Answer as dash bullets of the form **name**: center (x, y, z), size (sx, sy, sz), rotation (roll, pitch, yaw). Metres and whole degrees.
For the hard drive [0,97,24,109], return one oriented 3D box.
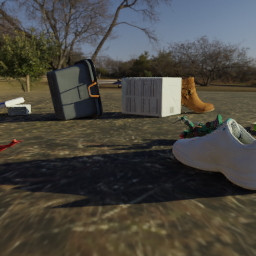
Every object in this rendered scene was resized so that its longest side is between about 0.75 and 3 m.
- **hard drive**: center (-6.522, -1.121, 14.275), size (1.997, 0.253, 1.318), rotation (-12, 12, 21)

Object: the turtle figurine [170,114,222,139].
- **turtle figurine**: center (1.986, 0.013, 7.924), size (1.423, 0.716, 1.065), rotation (-11, -12, 32)

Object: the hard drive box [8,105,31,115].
- **hard drive box**: center (-5.613, -0.947, 14.521), size (0.905, 0.446, 1.162), rotation (-1, 10, -8)

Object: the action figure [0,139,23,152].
- **action figure**: center (-3.085, 0.299, 5.567), size (1.160, 0.765, 2.344), rotation (-24, 6, 9)

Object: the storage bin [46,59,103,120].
- **storage bin**: center (-2.399, -1.581, 12.552), size (1.811, 2.696, 1.962), rotation (-20, 19, -31)

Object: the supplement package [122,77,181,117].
- **supplement package**: center (1.186, -1.640, 14.345), size (2.467, 1.858, 1.872), rotation (7, 12, 38)

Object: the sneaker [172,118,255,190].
- **sneaker**: center (1.713, 0.307, 5.231), size (0.865, 1.017, 2.299), rotation (-7, 11, -29)

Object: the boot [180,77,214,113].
- **boot**: center (3.436, -1.763, 14.981), size (2.450, 1.902, 0.939), rotation (0, 9, 2)

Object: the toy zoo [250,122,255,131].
- **toy zoo**: center (5.672, 0.029, 9.200), size (1.698, 0.265, 2.589), rotation (-8, 12, -42)
